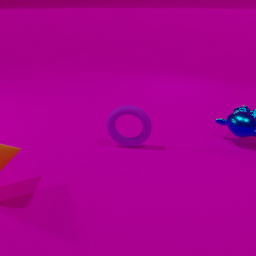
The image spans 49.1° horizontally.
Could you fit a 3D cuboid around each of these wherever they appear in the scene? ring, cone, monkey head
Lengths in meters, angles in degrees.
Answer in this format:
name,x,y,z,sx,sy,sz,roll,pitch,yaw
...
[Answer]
name,x,y,z,sx,sy,sz,roll,pitch,yaw
ring,0.024,-0.041,7.282,1.195,1.195,0.239,3,30,7
cone,-2.604,0.557,5.678,0.996,0.996,0.999,18,22,32
monkey head,3.127,-0.054,7.557,1.377,0.991,0.830,27,70,38
